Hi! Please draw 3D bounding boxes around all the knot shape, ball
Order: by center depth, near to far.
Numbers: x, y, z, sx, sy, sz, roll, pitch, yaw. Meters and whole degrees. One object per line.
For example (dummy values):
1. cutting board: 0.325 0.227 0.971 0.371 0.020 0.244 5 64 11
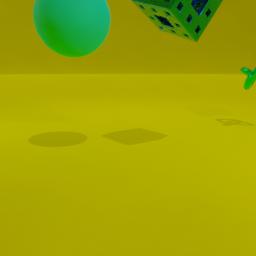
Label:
1. ball: -1.017 -2.013 5.153 1.386 1.386 1.386 0 12 0
2. knot shape: 3.766 -1.554 7.761 1.184 0.585 1.265 -17 14 29

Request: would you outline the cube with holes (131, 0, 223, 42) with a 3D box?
1. cube with holes: 0.944 -2.425 5.172 1.039 1.039 1.039 25 9 -48
